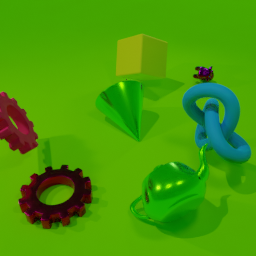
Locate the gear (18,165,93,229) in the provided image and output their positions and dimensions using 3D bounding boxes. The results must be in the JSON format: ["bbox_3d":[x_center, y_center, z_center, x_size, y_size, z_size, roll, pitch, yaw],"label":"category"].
[{"bbox_3d":[-1.489,1.377,5.849,1.464,0.271,1.464,0,37,0],"label":"gear"}]

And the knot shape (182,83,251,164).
[{"bbox_3d":[1.851,-0.191,6.059,0.874,1.769,1.891,-27,30,-2],"label":"knot shape"}]

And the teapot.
[{"bbox_3d":[0.842,1.089,5.271,2.001,1.244,0.980,-39,55,14],"label":"teapot"}]

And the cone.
[{"bbox_3d":[0.032,-0.265,7.751,1.492,1.492,1.498,-14,65,-19],"label":"cone"}]

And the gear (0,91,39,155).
[{"bbox_3d":[-2.623,-0.123,6.414,0.278,1.502,1.502,-30,39,3],"label":"gear"}]

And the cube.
[{"bbox_3d":[0.459,-2.317,9.459,1.232,1.232,1.232,2,2,-41],"label":"cube"}]

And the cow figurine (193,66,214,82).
[{"bbox_3d":[2.764,-1.898,9.879,0.998,0.548,0.982,7,12,-35],"label":"cow figurine"}]
